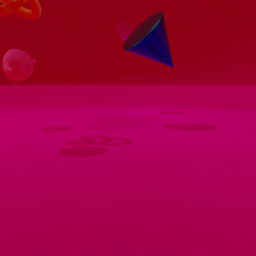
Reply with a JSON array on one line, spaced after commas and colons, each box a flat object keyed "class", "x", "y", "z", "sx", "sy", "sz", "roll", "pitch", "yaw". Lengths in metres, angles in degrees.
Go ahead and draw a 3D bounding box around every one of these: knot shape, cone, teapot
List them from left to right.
[{"class": "knot shape", "x": -2.296, "y": -2.631, "z": 5.488, "sx": 1.188, "sy": 0.587, "sz": 1.270, "roll": -14, "pitch": -17, "yaw": -35}, {"class": "teapot", "x": -2.781, "y": -1.598, "z": 7.178, "sx": 0.648, "sy": 0.823, "sz": 1.324, "roll": 4, "pitch": 24, "yaw": 13}, {"class": "cone", "x": 0.077, "y": -3.601, "z": 11.161, "sx": 1.085, "sy": 1.085, "sz": 1.089, "roll": -2, "pitch": -13, "yaw": -10}, {"class": "cone", "x": 0.827, "y": -2.171, "z": 7.750, "sx": 1.406, "sy": 1.401, "sz": 1.401, "roll": 42, "pitch": -11, "yaw": -26}]
